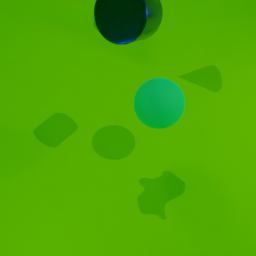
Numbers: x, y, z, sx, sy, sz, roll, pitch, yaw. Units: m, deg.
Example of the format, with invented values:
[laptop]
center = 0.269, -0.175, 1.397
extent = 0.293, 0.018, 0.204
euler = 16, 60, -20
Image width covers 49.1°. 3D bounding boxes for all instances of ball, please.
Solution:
[ball]
center = 0.604, -0.476, 5.454
extent = 0.993, 0.993, 0.993
euler = 0, 61, 0

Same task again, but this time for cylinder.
[cylinder]
center = 0.025, -1.604, 3.948
extent = 0.763, 0.763, 0.763
euler = 24, 29, 13
